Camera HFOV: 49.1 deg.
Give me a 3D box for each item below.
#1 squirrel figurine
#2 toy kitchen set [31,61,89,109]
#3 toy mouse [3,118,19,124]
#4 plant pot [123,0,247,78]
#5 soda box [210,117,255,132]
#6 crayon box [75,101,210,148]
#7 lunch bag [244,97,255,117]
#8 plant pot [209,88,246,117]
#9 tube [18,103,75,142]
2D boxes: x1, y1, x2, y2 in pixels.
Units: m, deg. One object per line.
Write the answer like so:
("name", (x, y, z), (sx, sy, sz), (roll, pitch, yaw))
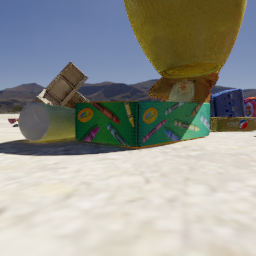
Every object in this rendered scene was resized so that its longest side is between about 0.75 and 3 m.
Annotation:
("squirrel figurine", (2.189, -1.170, 9.729), (1.841, 2.601, 2.428), (37, 2, 20))
("toy kitchen set", (-2.487, -1.204, 12.256), (2.325, 2.850, 2.571), (42, -10, -17))
("toy mouse", (-4.822, -0.315, 12.506), (1.383, 0.268, 1.229), (-2, 4, -26))
("plant pot", (1.406, -2.397, 6.740), (2.978, 2.114, 2.978), (-4, -2, 0))
("soda box", (3.086, -0.114, 8.221), (1.284, 0.411, 0.435), (-1, 3, -12))
("crayon box", (0.430, -0.157, 5.901), (1.592, 0.781, 2.681), (3, 5, 41))
("lunch bag", (5.548, -0.498, 9.761), (2.396, 1.114, 2.720), (4, 3, -14))
("plant pot", (3.229, -0.626, 9.726), (1.196, 1.331, 1.331), (-7, 3, 3))
("tube", (-1.241, -0.110, 6.604), (0.765, 0.855, 2.949), (-44, -13, 16))
